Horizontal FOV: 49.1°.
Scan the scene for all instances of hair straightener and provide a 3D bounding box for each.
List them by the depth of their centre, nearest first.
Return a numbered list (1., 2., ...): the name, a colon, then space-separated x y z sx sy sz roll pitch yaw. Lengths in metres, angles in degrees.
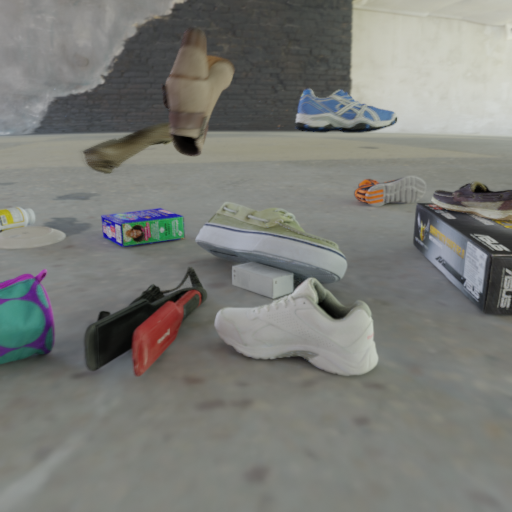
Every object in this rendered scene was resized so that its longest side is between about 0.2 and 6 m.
1. hair straightener: -1.532 0.680 7.587 1.241 0.660 3.224 3 16 10

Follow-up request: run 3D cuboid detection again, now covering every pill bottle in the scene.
1. pill bottle: -5.717 -0.845 13.104 0.540 0.540 0.963 12 20 36

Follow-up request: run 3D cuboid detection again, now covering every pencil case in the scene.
1. pencil case: -3.569 0.809 6.408 2.325 1.074 0.989 -7 11 -27

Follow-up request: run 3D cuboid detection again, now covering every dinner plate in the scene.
1. dinner plate: -5.080 -0.442 12.379 1.650 0.200 1.650 -1 17 0

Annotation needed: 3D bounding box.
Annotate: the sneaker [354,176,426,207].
1. sneaker: 3.884 -2.014 16.626 2.165 0.840 1.213 -7 19 -22

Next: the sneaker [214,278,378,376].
1. sneaker: 0.465 0.722 6.779 2.067 1.027 0.805 6 17 20

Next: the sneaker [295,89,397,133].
1. sneaker: 1.844 -2.891 11.209 2.094 0.807 0.793 0 4 -11

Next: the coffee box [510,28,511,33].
1. coffee box: 4.467 -3.319 8.889 0.390 0.977 0.552 -15 26 46

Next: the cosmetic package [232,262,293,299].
1. cosmetic package: 0.099 0.382 9.181 0.489 0.344 0.965 -13 20 -42

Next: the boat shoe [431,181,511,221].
1. boat shoe: 4.016 -1.076 10.259 0.650 0.585 1.806 -9 19 -28

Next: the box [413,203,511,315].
1. box: 4.823 -0.113 9.774 3.153 0.962 3.982 0 16 1

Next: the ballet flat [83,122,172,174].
1. ballet flat: -2.325 -2.153 11.065 0.821 0.565 2.436 -14 14 41

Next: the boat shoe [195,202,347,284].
1. boat shoe: 0.200 -0.352 9.719 3.372 1.046 1.214 15 -14 44

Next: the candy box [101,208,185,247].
1. candy box: -2.497 -0.645 12.364 1.461 0.563 1.235 -12 18 -32

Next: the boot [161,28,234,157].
1. boot: -0.807 -2.096 7.714 0.698 1.453 1.987 6 -2 11
